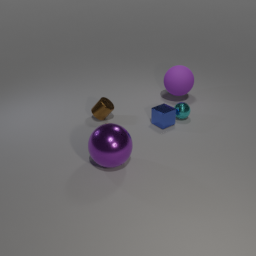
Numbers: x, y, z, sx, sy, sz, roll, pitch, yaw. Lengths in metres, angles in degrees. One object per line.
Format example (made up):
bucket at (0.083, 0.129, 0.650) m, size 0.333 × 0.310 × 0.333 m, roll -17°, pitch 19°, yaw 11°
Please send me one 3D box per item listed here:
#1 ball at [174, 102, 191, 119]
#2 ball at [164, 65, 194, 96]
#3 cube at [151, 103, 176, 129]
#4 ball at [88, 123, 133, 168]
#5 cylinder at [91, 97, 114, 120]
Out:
ball at (2.233, -0.722, 11.597) m, size 0.700 × 0.700 × 0.700 m, roll 0°, pitch 30°, yaw 0°
ball at (2.362, -2.198, 13.023) m, size 1.400 × 1.400 × 1.400 m, roll 0°, pitch 30°, yaw 0°
cube at (1.413, -0.480, 11.161) m, size 0.700 × 0.700 × 0.700 m, roll -22°, pitch 34°, yaw -31°
ball at (-0.551, 0.545, 8.779) m, size 1.400 × 1.400 × 1.400 m, roll 0°, pitch 30°, yaw 0°
cylinder at (-1.032, -0.789, 11.469) m, size 0.700 × 0.700 × 0.700 m, roll 33°, pitch 31°, yaw -23°
